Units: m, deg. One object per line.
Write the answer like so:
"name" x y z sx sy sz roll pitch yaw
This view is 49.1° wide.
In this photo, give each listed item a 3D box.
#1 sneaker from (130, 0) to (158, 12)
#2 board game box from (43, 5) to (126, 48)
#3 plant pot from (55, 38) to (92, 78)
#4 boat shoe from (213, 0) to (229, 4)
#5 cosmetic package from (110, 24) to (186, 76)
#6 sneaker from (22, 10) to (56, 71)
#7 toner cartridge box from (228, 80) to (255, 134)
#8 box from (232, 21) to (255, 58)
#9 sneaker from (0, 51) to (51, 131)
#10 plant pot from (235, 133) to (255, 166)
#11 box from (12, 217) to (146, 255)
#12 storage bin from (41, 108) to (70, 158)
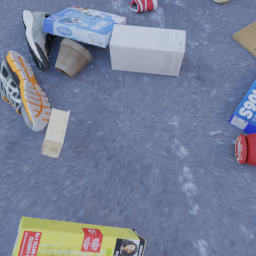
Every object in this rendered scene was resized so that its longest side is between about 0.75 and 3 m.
"sneaker" 0.400 -5.542 11.585 1.050 0.665 1.866 -19 67 -13
"board game box" -1.493 -3.807 10.284 2.285 0.498 2.297 17 38 7
"plant pot" -2.002 -2.356 9.819 1.163 1.163 1.009 27 83 13
"boat shoe" 3.270 -6.354 11.864 0.987 0.889 2.737 -39 69 -18
"cosmetic package" 0.667 -2.684 9.770 2.459 1.323 1.043 8 64 3
"sneaker" -3.158 -3.320 10.275 1.117 1.041 2.817 -12 63 -11
"toner cartridge box" 4.594 -0.955 9.291 1.288 0.586 2.713 33 68 15
"box" 5.044 -3.320 10.728 1.333 0.174 1.631 -31 67 -15
"sneaker" -3.509 -1.088 9.198 1.144 1.159 2.962 -33 68 13
"plant pot" 3.715 0.632 8.285 0.925 1.016 1.016 1 63 11
"box" -1.005 2.600 5.966 2.670 0.669 1.005 16 87 -20
"storage bin" -1.920 0.144 7.376 0.461 0.977 0.984 13 58 -15
